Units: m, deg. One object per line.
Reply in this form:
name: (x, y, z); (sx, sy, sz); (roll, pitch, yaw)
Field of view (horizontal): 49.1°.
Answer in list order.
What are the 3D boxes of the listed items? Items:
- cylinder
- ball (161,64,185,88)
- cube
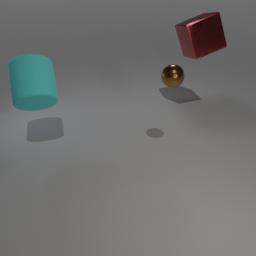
cylinder: (-3.074, -1.439, 9.108); (1.400, 1.400, 1.400); (-12, -13, -3)
ball: (1.346, -1.558, 8.416); (0.700, 0.700, 0.700); (0, 29, 0)
cube: (2.954, -3.779, 11.462); (1.400, 1.400, 1.400); (-23, 23, -1)
